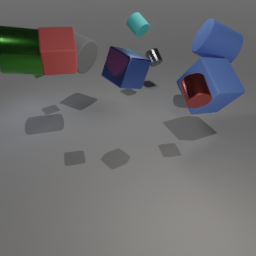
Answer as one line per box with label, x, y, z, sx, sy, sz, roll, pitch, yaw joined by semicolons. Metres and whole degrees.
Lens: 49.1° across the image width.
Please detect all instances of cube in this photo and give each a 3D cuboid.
cube;2.809;-1.431;9.651;1.400;1.400;1.400;-7;67;-33
cube;-0.041;-1.331;6.235;0.700;0.700;0.700;-6;35;-46
cube;-1.461;-1.607;5.861;0.700;0.700;0.700;-6;60;-13

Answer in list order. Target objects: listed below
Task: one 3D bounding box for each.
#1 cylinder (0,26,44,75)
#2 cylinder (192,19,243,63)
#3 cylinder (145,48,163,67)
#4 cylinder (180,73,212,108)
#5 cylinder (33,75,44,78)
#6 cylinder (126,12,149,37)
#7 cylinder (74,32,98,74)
cylinder;-3.237;-2.382;8.719;1.400;1.400;1.400;-2;29;-23
cylinder;3.462;-3.301;10.940;1.400;1.400;1.400;23;28;-13
cylinder;1.335;-3.617;14.387;0.700;0.700;0.700;-23;-8;-3
cylinder;1.834;-1.003;7.588;0.700;0.700;0.700;-5;62;-9
cylinder;-3.412;-2.383;10.938;0.700;0.700;0.700;-29;40;-24
cylinder;0.406;-4.246;11.530;0.700;0.700;0.700;-26;74;-37
cylinder;-2.183;-3.120;11.364;1.400;1.400;1.400;29;39;18
